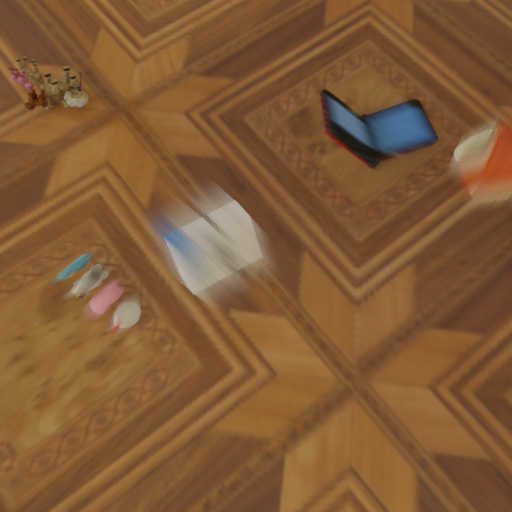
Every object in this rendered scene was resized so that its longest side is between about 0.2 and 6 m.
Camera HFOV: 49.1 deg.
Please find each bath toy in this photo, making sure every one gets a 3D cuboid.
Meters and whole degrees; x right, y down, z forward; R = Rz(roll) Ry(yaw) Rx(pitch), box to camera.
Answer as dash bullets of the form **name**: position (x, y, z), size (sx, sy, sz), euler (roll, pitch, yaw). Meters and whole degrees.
- **bath toy**: position (-2.156, 0.567, 7.757), size (1.208, 0.525, 0.446), euler (45, 34, -7)

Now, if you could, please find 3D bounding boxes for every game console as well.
- **game console**: position (1.732, -2.058, 8.197), size (1.328, 0.914, 1.540), euler (32, 32, -20)

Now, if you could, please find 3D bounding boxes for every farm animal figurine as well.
- **farm animal figurine**: position (-3.520, -2.838, 9.513), size (1.146, 0.604, 1.159), euler (-13, 58, -19)

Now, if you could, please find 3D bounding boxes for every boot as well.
- **boot**: position (3.471, -1.297, 7.188), size (1.768, 0.948, 0.663), euler (-15, 41, 39)

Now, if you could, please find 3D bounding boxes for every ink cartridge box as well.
- **ink cartridge box**: position (-0.510, -0.106, 6.889), size (1.012, 0.732, 0.426), euler (-29, 44, -12)
